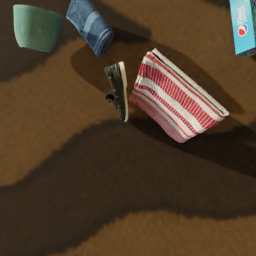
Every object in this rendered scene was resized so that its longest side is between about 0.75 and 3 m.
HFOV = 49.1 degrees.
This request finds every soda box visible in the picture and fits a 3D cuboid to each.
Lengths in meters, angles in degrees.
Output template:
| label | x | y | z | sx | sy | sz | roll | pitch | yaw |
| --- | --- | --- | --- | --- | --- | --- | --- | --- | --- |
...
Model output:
| label | x | y | z | sx | sy | sz | roll | pitch | yaw |
| --- | --- | --- | --- | --- | --- | --- | --- | --- | --- |
| soda box | 3.560 | -3.212 | 8.294 | 0.641 | 0.677 | 1.996 | -1 | 84 | -30 |

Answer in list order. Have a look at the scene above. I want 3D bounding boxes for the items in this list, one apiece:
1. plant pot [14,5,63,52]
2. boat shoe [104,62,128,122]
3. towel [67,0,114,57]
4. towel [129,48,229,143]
| label | x | y | z | sx | sy | sz | roll | pitch | yaw |
| --- | --- | --- | --- | --- | --- | --- | --- | --- | --- |
| plant pot | -2.563 | -2.731 | 7.903 | 1.311 | 1.311 | 1.052 | 9 | 99 | 1 |
| boat shoe | -0.339 | -0.917 | 7.747 | 0.610 | 1.839 | 0.687 | -9 | 45 | -6 |
| towel | -1.128 | -3.052 | 8.202 | 0.424 | 0.976 | 1.749 | -26 | 75 | -38 |
| towel | 1.024 | -0.569 | 6.962 | 2.115 | 2.936 | 0.334 | 41 | 77 | 3 |
